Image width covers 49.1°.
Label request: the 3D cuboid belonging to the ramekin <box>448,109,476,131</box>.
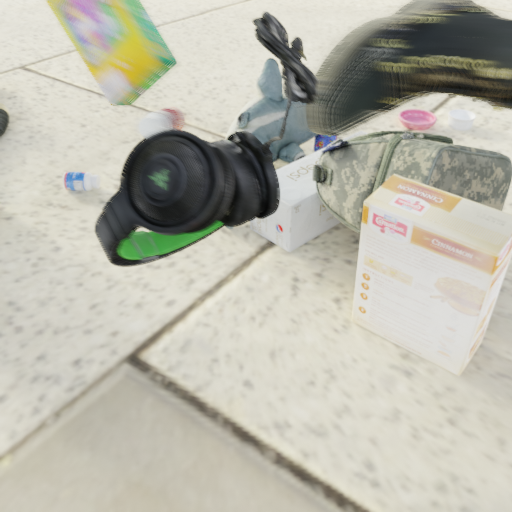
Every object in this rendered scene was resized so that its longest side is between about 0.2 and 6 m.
[{"bbox_3d":[5.055,-3.347,13.838,0.644,0.314,0.644,0,38,0],"label":"ramekin"}]

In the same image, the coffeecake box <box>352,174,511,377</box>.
[{"bbox_3d":[2.306,0.277,7.558,1.743,2.271,0.830,27,50,29],"label":"coffeecake box"}]

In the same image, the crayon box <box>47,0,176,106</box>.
[{"bbox_3d":[-2.492,-3.863,9.638,1.274,2.146,0.625,-30,3,30],"label":"crayon box"}]

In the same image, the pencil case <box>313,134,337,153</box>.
[{"bbox_3d":[1.635,-2.741,12.889,0.576,0.518,1.327,2,38,9],"label":"pencil case"}]

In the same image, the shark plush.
[{"bbox_3d":[0.370,-2.381,11.453,1.856,2.024,4.456,24,41,8],"label":"shark plush"}]

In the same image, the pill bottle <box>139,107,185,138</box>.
[{"bbox_3d":[-1.795,-2.515,10.671,0.503,0.503,0.881,17,32,21],"label":"pill bottle"}]

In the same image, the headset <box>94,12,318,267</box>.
[{"bbox_3d":[-0.594,-1.045,6.339,2.035,3.296,1.549,-16,74,-52],"label":"headset"}]

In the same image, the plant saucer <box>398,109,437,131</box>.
[{"bbox_3d":[3.998,-3.367,13.928,0.933,0.237,0.933,0,37,0],"label":"plant saucer"}]

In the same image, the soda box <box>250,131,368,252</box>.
[{"bbox_3d":[1.374,-1.312,10.658,3.196,1.017,1.088,-30,47,-33],"label":"soda box"}]

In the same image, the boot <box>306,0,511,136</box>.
[{"bbox_3d":[2.268,-2.155,6.752,2.938,1.060,2.219,-38,51,-18],"label":"boot"}]

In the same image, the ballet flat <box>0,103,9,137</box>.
[{"bbox_3d":[-6.525,-2.974,12.953,0.932,0.797,2.805,2,38,5],"label":"ballet flat"}]

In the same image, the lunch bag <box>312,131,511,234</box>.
[{"bbox_3d":[2.542,-1.134,9.368,2.678,1.866,2.246,-3,20,-40],"label":"lunch bag"}]

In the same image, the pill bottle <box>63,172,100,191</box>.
[{"bbox_3d":[-3.559,-1.525,11.452,0.681,0.382,0.382,1,38,1],"label":"pill bottle"}]
